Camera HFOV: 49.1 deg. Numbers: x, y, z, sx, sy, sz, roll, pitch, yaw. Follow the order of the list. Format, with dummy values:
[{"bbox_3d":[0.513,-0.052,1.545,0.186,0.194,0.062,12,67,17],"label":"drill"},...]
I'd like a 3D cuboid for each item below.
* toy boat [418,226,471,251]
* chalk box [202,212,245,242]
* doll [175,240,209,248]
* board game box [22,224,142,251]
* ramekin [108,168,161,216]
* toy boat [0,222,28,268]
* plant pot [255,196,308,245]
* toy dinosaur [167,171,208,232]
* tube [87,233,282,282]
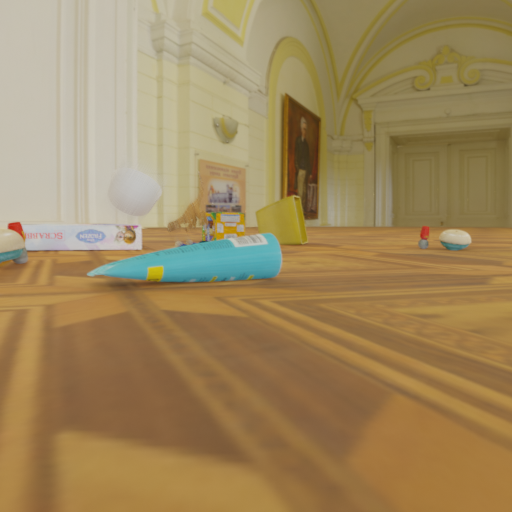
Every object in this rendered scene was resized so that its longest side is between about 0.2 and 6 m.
[{"bbox_3d":[4.518,-0.362,13.458,1.200,0.558,1.009,11,13,29],"label":"toy boat"},{"bbox_3d":[-1.009,-0.789,16.130,0.930,0.923,1.490,-1,4,-25],"label":"chalk box"},{"bbox_3d":[-0.930,-0.126,10.284,0.871,0.309,1.277,-9,11,-40],"label":"doll"},{"bbox_3d":[-4.422,-0.510,14.233,2.994,0.616,2.987,-1,4,-13],"label":"board game box"},{"bbox_3d":[-2.246,-1.142,10.212,0.933,0.490,0.933,25,28,-15],"label":"ramekin"},{"bbox_3d":[-4.030,-0.092,8.719,1.250,0.691,1.487,-4,11,10],"label":"toy boat"},{"bbox_3d":[0.713,-0.936,16.199,1.214,1.376,1.376,-10,2,13],"label":"plant pot"},{"bbox_3d":[-1.594,-1.207,14.486,0.542,1.795,0.953,15,-30,30],"label":"toy dinosaur"},{"bbox_3d":[-0.804,0.085,6.596,2.224,0.560,0.861,-5,-5,-23],"label":"tube"}]
